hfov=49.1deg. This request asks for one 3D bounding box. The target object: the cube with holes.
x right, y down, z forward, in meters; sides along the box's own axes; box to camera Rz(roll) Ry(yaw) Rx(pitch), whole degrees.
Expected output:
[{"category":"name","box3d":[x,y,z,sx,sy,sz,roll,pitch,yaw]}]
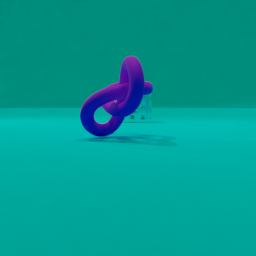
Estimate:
[{"category":"cube with holes","box3d":[0.295,-0.897,11.609,1.275,1.275,1.275,1,5,12]}]

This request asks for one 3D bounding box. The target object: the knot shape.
[{"category":"knot shape","box3d":[-0.112,-0.669,5.526,1.766,0.816,1.653,-49,3,-31]}]
